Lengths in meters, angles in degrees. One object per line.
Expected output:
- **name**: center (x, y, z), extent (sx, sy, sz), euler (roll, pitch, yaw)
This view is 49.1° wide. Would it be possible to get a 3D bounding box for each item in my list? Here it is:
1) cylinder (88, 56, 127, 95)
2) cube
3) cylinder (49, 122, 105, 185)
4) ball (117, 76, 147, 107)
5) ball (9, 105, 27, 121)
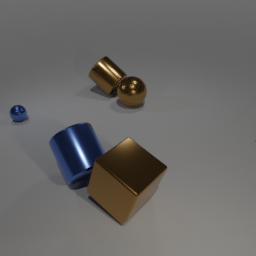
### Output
- **cylinder**: center (-1.005, -2.595, 13.977), extent (1.400, 1.400, 1.400), euler (43, 40, 1)
- **cube**: center (-0.052, 1.389, 7.526), extent (1.400, 1.400, 1.400), euler (37, 43, 20)
- **cylinder**: center (-1.454, 0.769, 8.429), extent (1.400, 1.400, 1.400), euler (-20, 74, -30)
- **ball**: center (0.179, -1.695, 12.982), extent (1.400, 1.400, 1.400), euler (0, 31, 0)
- **ball**: center (-4.671, -0.638, 11.930), extent (0.700, 0.700, 0.700), euler (0, 31, 0)
